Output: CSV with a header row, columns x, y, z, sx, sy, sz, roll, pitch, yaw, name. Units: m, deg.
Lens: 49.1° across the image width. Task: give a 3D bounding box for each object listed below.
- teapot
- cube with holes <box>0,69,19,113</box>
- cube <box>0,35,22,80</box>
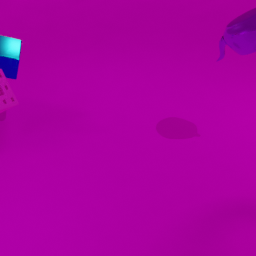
x,y,z,sx,sy,sz,roll,pitch,yaw,name
2.829,-2.135,6.470,1.959,0.959,1.218,-16,24,42,teapot
-2.681,-0.576,5.182,0.743,0.743,0.743,-21,10,16,cube with holes
-3.372,-1.926,7.604,0.796,0.796,0.796,8,53,-24,cube
